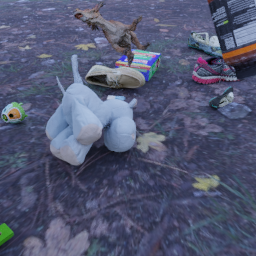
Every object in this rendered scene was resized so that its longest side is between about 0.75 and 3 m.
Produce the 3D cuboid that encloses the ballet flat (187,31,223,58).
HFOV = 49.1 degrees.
[{"bbox_3d":[4.615,-4.911,16.195,1.111,1.111,2.994,-24,42,-31],"label":"ballet flat"}]

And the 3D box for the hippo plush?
[{"bbox_3d":[-1.028,-0.159,8.660,2.317,2.295,2.881,10,53,-39],"label":"hippo plush"}]

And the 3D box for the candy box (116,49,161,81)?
[{"bbox_3d":[0.523,-3.127,13.776,1.717,0.782,2.031,13,37,16],"label":"candy box"}]

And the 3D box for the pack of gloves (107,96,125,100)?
[{"bbox_3d":[-0.501,-1.056,11.364,0.768,0.152,0.645,4,44,13],"label":"pack of gloves"}]

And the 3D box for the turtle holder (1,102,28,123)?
[{"bbox_3d":[-4.156,-0.534,10.000,0.972,0.739,0.690,22,40,28],"label":"turtle holder"}]

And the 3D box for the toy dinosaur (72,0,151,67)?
[{"bbox_3d":[-0.372,-2.786,8.146,1.678,2.476,1.063,36,90,20],"label":"toy dinosaur"}]

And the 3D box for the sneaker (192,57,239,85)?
[{"bbox_3d":[4.436,-2.791,13.014,2.928,1.093,1.180,-12,36,-18],"label":"sneaker"}]

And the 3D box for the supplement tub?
[{"bbox_3d":[3.085,-2.604,7.585,1.311,2.451,1.311,-18,11,4],"label":"supplement tub"}]

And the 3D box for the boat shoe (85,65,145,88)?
[{"bbox_3d":[-0.588,-2.104,12.206,2.696,0.972,0.876,14,47,21],"label":"boat shoe"}]

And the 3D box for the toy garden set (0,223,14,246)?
[{"bbox_3d":[-3.810,2.360,6.066,2.090,0.417,1.742,25,40,31],"label":"toy garden set"}]

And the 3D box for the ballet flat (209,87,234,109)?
[{"bbox_3d":[3.860,-1.142,11.185,1.484,0.504,0.507,-32,54,-24],"label":"ballet flat"}]
